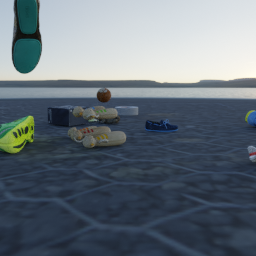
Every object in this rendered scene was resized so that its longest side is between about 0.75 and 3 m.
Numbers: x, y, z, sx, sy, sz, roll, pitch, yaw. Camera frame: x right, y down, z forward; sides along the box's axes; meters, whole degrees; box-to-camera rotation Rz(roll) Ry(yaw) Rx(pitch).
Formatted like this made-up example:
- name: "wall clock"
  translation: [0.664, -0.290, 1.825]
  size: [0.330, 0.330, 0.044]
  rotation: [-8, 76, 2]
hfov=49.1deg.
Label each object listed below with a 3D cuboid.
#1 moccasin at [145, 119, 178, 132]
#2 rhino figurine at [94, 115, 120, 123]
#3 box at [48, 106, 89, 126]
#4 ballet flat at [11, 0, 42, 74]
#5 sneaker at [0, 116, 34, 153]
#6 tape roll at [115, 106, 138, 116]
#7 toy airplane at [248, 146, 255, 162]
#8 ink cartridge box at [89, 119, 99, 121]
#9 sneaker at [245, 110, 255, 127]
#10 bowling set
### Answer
- name: "moccasin"
  translation: [1.263, -0.100, 10.650]
  size: [1.274, 0.435, 0.513]
  rotation: [2, 8, 14]
- name: "rhino figurine"
  translation: [-1.007, -0.428, 13.008]
  size: [1.412, 0.422, 0.617]
  rotation: [2, -2, 28]
- name: "box"
  translation: [-2.666, -0.565, 12.556]
  size: [1.304, 0.810, 1.315]
  rotation: [5, 10, 31]
- name: "ballet flat"
  translation: [-3.322, -3.183, 9.237]
  size: [0.997, 2.929, 0.985]
  rotation: [0, 46, -27]
- name: "sneaker"
  translation: [-3.215, 0.102, 7.824]
  size: [0.947, 0.839, 2.265]
  rotation: [4, 8, -4]
- name: "tape roll"
  translation: [-0.089, -1.055, 17.212]
  size: [1.425, 0.471, 1.425]
  rotation: [1, 8, 0]
- name: "toy airplane"
  translation: [3.060, 0.459, 6.043]
  size: [0.902, 0.639, 0.906]
  rotation: [-3, 9, -13]
- name: "ink cartridge box"
  translation: [-2.377, -0.638, 14.395]
  size: [1.323, 0.436, 1.819]
  rotation: [-8, 11, -43]
- name: "sneaker"
  translation: [6.035, -0.351, 11.818]
  size: [2.234, 0.736, 0.876]
  rotation: [-4, 22, -25]
- name: "bowling set"
  translation: [-1.158, -0.354, 8.529]
  size: [1.290, 1.672, 2.402]
  rotation: [-7, 7, -32]
